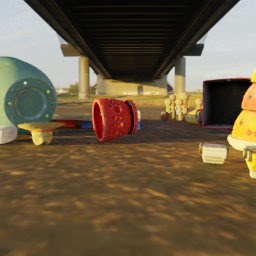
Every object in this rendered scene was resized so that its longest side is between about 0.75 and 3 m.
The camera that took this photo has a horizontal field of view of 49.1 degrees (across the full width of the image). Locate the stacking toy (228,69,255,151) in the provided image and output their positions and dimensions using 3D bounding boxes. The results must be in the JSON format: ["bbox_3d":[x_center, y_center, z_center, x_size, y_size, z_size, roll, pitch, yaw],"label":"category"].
[{"bbox_3d":[3.400,-0.910,6.239,2.160,2.957,2.160,0,5,0],"label":"stacking toy"}]

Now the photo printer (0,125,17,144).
[{"bbox_3d":[-3.936,0.183,7.839,1.297,0.451,1.079,-1,7,-2],"label":"photo printer"}]

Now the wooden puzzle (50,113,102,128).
[{"bbox_3d":[-1.927,-0.344,12.574,2.711,0.628,2.511,-3,4,20],"label":"wooden puzzle"}]

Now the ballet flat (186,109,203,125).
[{"bbox_3d":[3.974,-0.669,14.106,2.812,0.965,0.886,-4,-5,-39],"label":"ballet flat"}]

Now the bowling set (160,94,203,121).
[{"bbox_3d":[2.802,-1.195,16.049,1.971,1.520,2.832,-4,7,-38],"label":"bowling set"}]

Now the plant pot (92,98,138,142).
[{"bbox_3d":[-0.371,-0.263,8.135,1.115,1.225,1.225,-5,7,-22],"label":"plant pot"}]

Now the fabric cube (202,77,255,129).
[{"bbox_3d":[4.433,-1.054,12.111,2.016,2.055,2.049,2,6,27],"label":"fabric cube"}]

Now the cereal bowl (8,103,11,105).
[{"bbox_3d":[-5.694,-0.506,11.511,2.585,1.077,2.585,-1,6,0],"label":"cereal bowl"}]

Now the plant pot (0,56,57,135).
[{"bbox_3d":[-3.653,-0.973,9.338,2.693,2.693,2.161,-5,16,-40],"label":"plant pot"}]

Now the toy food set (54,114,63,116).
[{"bbox_3d":[-3.466,-0.459,14.795,1.572,0.457,2.277,10,4,22],"label":"toy food set"}]

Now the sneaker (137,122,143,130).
[{"bbox_3d":[0.159,-0.126,11.086,1.089,0.412,0.572,-4,8,-44],"label":"sneaker"}]

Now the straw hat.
[{"bbox_3d":[-2.287,0.178,7.482,1.293,0.547,1.293,-3,-4,0],"label":"straw hat"}]

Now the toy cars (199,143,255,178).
[{"bbox_3d":[1.820,0.533,4.748,0.884,0.437,1.972,2,1,-26],"label":"toy cars"}]

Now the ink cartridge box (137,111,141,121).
[{"bbox_3d":[0.211,-0.687,15.781,0.962,0.563,1.331,0,4,1],"label":"ink cartridge box"}]
